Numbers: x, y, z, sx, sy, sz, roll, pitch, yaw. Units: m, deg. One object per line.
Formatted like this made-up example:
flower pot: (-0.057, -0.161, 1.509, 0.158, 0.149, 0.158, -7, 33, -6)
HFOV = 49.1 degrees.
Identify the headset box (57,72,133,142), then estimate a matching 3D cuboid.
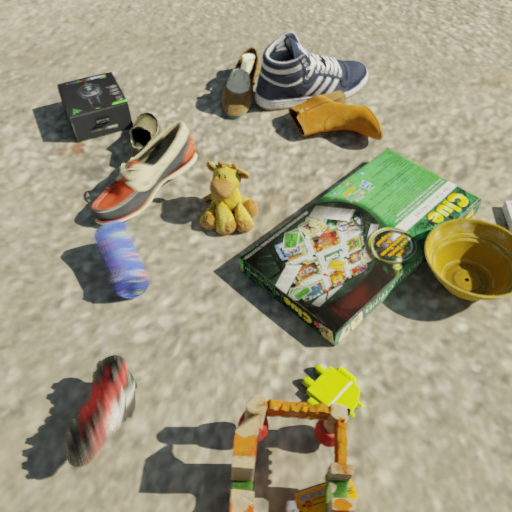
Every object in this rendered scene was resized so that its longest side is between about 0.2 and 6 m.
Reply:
headset box: (-4.068, -3.756, 14.189, 1.469, 0.783, 1.687, -19, 52, -15)

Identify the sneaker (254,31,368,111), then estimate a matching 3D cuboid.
sneaker: (1.552, -4.891, 14.444, 3.241, 1.758, 1.136, -16, 60, -13)

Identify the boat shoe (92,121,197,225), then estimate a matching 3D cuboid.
boat shoe: (-2.494, -1.827, 12.319, 1.040, 0.914, 2.921, 32, 64, 30)

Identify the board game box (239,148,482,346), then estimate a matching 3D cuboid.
board game box: (2.241, -0.443, 11.542, 4.824, 0.566, 2.528, -36, 56, -27)

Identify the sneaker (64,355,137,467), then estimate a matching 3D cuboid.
sneaker: (-2.329, 2.478, 8.701, 0.626, 0.866, 1.772, -6, 46, 24)

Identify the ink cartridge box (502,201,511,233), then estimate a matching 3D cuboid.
ink cartridge box: (5.988, -0.677, 11.913, 1.184, 0.261, 1.206, 3, 48, 2)

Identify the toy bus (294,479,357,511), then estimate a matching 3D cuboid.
toy bus: (0.929, 3.618, 8.169, 1.089, 0.354, 0.426, -13, 51, -11)

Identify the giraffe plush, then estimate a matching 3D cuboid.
giraffe plush: (-0.600, -1.348, 11.847, 1.287, 1.210, 1.492, -4, 50, -4)

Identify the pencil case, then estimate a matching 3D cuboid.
pencil case: (-2.617, 0.057, 10.806, 0.631, 0.703, 1.618, -40, 60, 19)

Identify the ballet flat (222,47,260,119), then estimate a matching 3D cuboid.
ballet flat: (-0.354, -4.750, 14.941, 0.858, 0.915, 2.530, 14, 51, 5)

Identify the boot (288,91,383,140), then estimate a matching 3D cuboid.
boot: (1.912, -3.266, 13.879, 1.602, 0.788, 2.238, -27, 50, -14)

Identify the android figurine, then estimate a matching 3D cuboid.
android figurine: (1.300, 2.282, 9.407, 1.042, 0.214, 0.948, 33, 57, 26)

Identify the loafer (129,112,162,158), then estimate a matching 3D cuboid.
loafer: (-2.665, -2.912, 13.536, 0.728, 0.675, 1.937, -4, 50, -4)

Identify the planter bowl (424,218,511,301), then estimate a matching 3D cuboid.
planter bowl: (4.140, 0.254, 10.743, 1.964, 0.818, 1.964, 0, 49, 0)

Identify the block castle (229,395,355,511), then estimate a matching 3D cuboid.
block castle: (0.487, 3.367, 7.862, 1.733, 1.217, 2.594, 5, 52, -1)
